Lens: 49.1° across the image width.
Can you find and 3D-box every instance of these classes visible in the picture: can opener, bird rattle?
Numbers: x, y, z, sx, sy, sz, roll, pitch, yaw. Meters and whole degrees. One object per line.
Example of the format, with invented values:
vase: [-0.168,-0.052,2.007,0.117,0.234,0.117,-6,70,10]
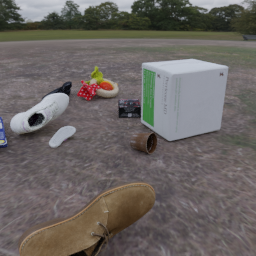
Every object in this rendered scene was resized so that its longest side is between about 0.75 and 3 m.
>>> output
can opener: [-3.981,-1.959,15.666,0.700,0.869,2.210,21,39,24]
bird rattle: [-1.583,-2.419,16.020,2.164,1.496,2.655,15,25,-6]

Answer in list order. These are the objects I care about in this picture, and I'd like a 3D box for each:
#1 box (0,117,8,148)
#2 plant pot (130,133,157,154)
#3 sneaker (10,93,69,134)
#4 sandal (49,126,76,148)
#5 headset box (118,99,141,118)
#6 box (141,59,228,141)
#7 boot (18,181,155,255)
box: [-5.428,0.324,10.497,1.555,0.416,2.567,-11,27,-23]
plant pot: [0.523,0.497,9.840,0.750,0.758,0.758,6,23,34]
sneaker: [-3.317,-0.575,11.468,1.388,1.043,2.787,-1,32,43]
sandal: [-2.510,0.341,10.603,0.527,0.318,1.296,34,45,13]
headset box: [0.049,-0.991,13.504,1.058,0.534,1.423,-1,23,-1]
box: [2.180,-1.256,11.383,2.693,2.679,2.307,-11,25,-25]
boot: [-0.570,2.036,5.475,2.944,1.084,1.111,-23,21,-20]
